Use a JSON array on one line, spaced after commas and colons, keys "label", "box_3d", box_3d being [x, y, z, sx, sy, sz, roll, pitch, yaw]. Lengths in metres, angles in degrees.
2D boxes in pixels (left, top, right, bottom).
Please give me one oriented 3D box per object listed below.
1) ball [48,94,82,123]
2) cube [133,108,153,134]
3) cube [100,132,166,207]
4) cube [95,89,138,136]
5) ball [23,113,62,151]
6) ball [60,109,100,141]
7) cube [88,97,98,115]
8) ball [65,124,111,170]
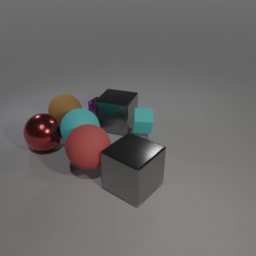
[{"label": "ball", "box_3d": [-2.627, -0.726, 11.752, 1.400, 1.400, 1.400, 0, 30, 0]}, {"label": "cube", "box_3d": [0.568, -0.270, 10.626, 0.700, 0.700, 0.700, 4, 51, -1]}, {"label": "cube", "box_3d": [0.158, 1.199, 8.412, 1.400, 1.400, 1.400, 21, 36, 32]}, {"label": "cube", "box_3d": [-0.452, -0.685, 11.718, 1.400, 1.400, 1.400, 10, 31, 16]}, {"label": "ball", "box_3d": [-3.094, 0.159, 10.269, 1.400, 1.400, 1.400, 0, 30, 0]}, {"label": "ball", "box_3d": [-1.710, 0.006, 10.037, 1.400, 1.400, 1.400, 0, 30, 0]}, {"label": "cube", "box_3d": [-1.343, -0.944, 12.875, 0.700, 0.700, 0.700, 17, 34, 27]}, {"label": "ball", "box_3d": [-1.223, 0.577, 8.651, 1.400, 1.400, 1.400, 0, 30, 0]}]
